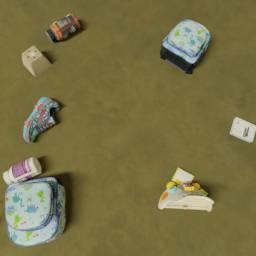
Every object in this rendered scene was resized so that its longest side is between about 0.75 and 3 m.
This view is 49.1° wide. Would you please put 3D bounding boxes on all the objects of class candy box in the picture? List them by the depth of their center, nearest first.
[{"bbox_3d":[1.887,2.233,10.521,0.687,0.177,1.344,29,74,7],"label":"candy box"}]

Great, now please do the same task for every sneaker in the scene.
[{"bbox_3d":[-3.379,-0.267,11.020,0.980,0.813,2.051,20,73,5],"label":"sneaker"}]

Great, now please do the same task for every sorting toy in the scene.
[{"bbox_3d":[2.106,2.392,9.569,1.847,1.662,0.987,4,82,-4],"label":"sorting toy"}]

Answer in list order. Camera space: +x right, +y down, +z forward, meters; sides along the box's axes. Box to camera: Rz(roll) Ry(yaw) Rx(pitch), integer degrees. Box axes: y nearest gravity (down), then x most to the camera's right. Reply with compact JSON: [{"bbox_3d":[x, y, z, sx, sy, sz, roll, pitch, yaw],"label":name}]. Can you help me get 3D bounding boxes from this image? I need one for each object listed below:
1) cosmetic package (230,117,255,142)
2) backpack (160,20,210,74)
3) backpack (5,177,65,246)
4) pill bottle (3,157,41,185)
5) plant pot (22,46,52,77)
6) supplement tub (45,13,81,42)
[{"bbox_3d":[4.558,0.074,11.074,0.915,0.237,0.690,22,73,-6],"label":"cosmetic package"},{"bbox_3d":[2.512,-3.625,11.810,1.749,1.405,1.912,34,71,7],"label":"backpack"},{"bbox_3d":[-3.203,2.859,9.589,1.964,1.577,2.146,-8,76,1],"label":"backpack"},{"bbox_3d":[-3.930,1.627,10.415,1.234,0.693,0.693,-24,73,-1],"label":"pill bottle"},{"bbox_3d":[-3.956,-2.906,11.881,0.915,0.810,0.914,-41,77,-11],"label":"plant pot"},{"bbox_3d":[-2.888,-4.393,12.389,1.453,0.777,0.777,-33,75,-11],"label":"supplement tub"}]
